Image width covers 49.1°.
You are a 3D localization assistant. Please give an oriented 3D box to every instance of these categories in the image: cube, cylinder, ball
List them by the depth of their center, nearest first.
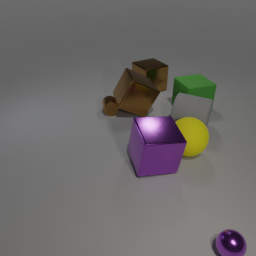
[{"bbox_3d":[2.473,2.795,6.719,0.700,0.700,0.700,0,32,0],"label":"ball"},{"bbox_3d":[0.907,0.578,9.281,1.400,1.400,1.400,-3,39,-16],"label":"cube"},{"bbox_3d":[2.157,0.314,9.973,1.400,1.400,1.400,0,32,0],"label":"ball"},{"bbox_3d":[2.592,-0.617,11.418,1.400,1.400,1.400,15,35,19],"label":"cylinder"},{"bbox_3d":[0.325,-1.572,12.456,1.400,1.400,1.400,18,29,-26],"label":"cube"},{"bbox_3d":[-0.801,-1.012,12.733,0.700,0.700,0.700,-5,33,-9],"label":"cylinder"},{"bbox_3d":[2.983,-1.529,12.862,1.400,1.400,1.400,-10,33,-16],"label":"cube"},{"bbox_3d":[1.136,-2.728,14.792,1.400,1.400,1.400,-17,36,-25],"label":"cube"}]
